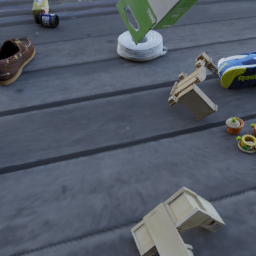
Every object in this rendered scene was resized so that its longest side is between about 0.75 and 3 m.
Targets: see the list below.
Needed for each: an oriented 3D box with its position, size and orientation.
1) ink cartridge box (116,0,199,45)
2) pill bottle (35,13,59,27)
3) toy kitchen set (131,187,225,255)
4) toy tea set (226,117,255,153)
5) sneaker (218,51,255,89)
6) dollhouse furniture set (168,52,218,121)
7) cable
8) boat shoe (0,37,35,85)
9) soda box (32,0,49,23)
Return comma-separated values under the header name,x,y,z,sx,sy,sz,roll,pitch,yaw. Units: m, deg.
name,x,y,z,sx,sy,sz,roll,pitch,yaw
ink cartridge box,0.896,-3.407,6.973,0.784,2.645,1.373,-21,81,-38
pill bottle,-3.779,-5.061,13.099,0.981,0.549,0.549,8,44,8
toy kitchen set,1.134,2.223,5.562,1.456,1.313,1.188,-43,43,13
toy tea set,3.650,0.143,7.563,1.967,0.728,1.170,12,45,12
sneaker,4.491,-2.132,9.719,2.873,1.062,1.181,-4,42,-5
dollhouse furniture set,2.207,-1.289,9.033,1.001,1.172,2.261,42,45,-15
cable,0.484,-3.351,11.255,1.835,0.635,1.834,-33,53,-29
boat shoe,-4.235,-2.785,10.426,1.005,1.004,2.855,-3,42,2
soda box,-4.335,-5.954,13.957,0.604,0.639,1.887,-6,45,-6
